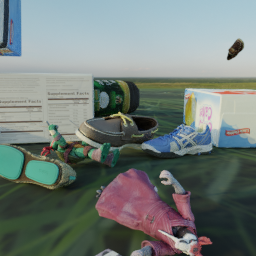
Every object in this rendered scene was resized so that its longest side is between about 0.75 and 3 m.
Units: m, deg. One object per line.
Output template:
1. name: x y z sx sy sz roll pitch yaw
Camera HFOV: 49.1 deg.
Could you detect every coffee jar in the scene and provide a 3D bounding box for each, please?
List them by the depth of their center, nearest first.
1. coffee jar: -1.059 -1.053 9.779 2.849 1.215 1.485 -5 11 -31

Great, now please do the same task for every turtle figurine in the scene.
1. turtle figurine: -0.730 0.246 3.980 1.136 0.572 0.851 16 7 23

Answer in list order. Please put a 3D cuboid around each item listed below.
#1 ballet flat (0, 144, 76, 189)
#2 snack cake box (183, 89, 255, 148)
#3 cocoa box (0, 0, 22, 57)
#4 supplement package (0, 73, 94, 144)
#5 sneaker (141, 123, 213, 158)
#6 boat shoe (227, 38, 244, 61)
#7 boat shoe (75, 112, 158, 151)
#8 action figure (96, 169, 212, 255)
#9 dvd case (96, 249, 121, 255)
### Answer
1. ballet flat: -1.155 0.484 3.383 1.229 0.417 0.463 10 -10 25
2. snack cake box: 2.398 -0.359 6.330 1.692 0.989 2.943 2 10 -1
3. cocoa box: -3.462 -3.095 6.045 1.853 2.779 1.824 1 2 -4
4. supplement package: -1.817 -0.559 6.423 1.894 1.349 2.432 -2 9 -11
5. sneaker: 0.797 0.193 4.559 1.284 0.494 0.486 -5 13 -24
6. boat shoe: 3.173 -2.313 8.376 0.331 0.331 0.919 -40 -11 -9
7. boat shoe: -0.087 0.013 4.369 0.621 0.515 1.729 42 19 31
8. action figure: 0.200 0.706 2.086 0.947 0.705 0.634 27 70 42
9. dvd case: -0.025 0.952 1.265 1.060 0.085 0.788 9 13 43
